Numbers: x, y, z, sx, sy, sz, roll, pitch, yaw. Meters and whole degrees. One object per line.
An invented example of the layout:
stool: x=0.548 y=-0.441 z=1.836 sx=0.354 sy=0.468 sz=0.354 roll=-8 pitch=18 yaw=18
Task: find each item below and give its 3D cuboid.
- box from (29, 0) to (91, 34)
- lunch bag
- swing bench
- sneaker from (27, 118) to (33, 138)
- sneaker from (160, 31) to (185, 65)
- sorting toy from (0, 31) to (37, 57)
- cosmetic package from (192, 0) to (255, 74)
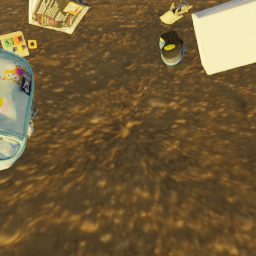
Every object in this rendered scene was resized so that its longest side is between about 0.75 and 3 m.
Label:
box: x=-1.898 y=-3.983 z=7.531 sx=1.278 sy=1.472 sz=2.228 roll=5 pitch=75 yaw=-31
lunch bag: x=-1.974 y=-0.263 z=3.091 sx=1.849 sy=0.713 sz=1.483 roll=12 pitch=64 yaw=-28
swing bench: x=1.595 y=-3.873 z=9.363 sx=0.759 sy=0.493 sz=0.755 roll=-50 pitch=17 yaw=-8
sneaker: x=-1.951 y=-0.510 z=4.591 sx=0.803 sy=0.792 sz=2.101 roll=-30 pitch=42 yaw=-23
sneaker: x=1.238 y=-2.042 z=7.701 sx=0.625 sy=0.743 sz=1.896 roll=-12 pitch=34 yaw=10
sorting toy: x=-3.347 y=-2.435 z=8.273 sx=1.248 sy=0.703 sz=0.170 roll=-17 pitch=18 yaw=-8
cosmetic package: x=2.008 y=-1.620 z=4.569 sx=1.725 sy=0.973 sz=0.700 roll=-11 pitch=29 yaw=13
